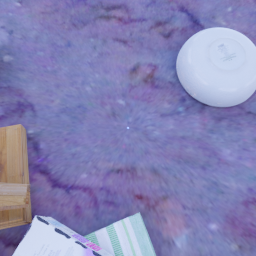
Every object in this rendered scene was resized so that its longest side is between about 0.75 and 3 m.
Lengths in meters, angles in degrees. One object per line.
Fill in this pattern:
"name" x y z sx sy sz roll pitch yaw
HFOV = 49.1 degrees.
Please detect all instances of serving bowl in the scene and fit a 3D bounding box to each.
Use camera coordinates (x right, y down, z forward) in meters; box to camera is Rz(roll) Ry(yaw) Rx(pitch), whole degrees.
"serving bowl" 2.494 -1.763 7.432 2.311 0.760 2.311 0 71 -1

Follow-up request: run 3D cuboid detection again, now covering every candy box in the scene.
"candy box" -1.230 3.069 5.317 2.261 0.809 1.896 26 76 15

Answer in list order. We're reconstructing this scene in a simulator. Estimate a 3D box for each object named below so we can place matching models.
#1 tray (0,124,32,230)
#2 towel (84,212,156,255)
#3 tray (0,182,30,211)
"tray" -2.973 1.128 6.569 1.157 0.434 2.346 -11 69 -4
"towel" -0.302 2.716 5.834 1.708 0.200 1.303 -24 69 2
"tray" -3.354 1.267 5.412 2.668 1.316 0.494 -2 79 29
